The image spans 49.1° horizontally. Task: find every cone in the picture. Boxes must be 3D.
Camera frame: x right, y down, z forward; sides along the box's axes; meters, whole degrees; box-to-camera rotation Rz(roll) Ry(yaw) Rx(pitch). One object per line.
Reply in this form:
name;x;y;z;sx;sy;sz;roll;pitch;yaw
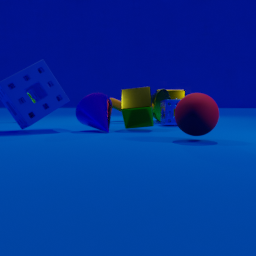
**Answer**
cone;0.825;-0.880;10.977;1.289;1.284;1.284;5;6;36
cone;-0.663;-0.184;6.874;0.994;0.994;0.998;-2;37;-29

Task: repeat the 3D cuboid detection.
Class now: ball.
ball;1.253;-0.244;5.126;0.790;0.790;0.790;0;4;0

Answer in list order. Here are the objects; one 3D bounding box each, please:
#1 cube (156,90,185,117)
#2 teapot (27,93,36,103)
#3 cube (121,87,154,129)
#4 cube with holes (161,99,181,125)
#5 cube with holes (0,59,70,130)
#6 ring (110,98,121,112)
cube;1.831;-1.007;12.372;1.227;1.227;1.227;1;1;4
teapot;-4.135;-0.804;11.323;0.683;1.396;0.868;21;32;-5
cube;0.255;-0.532;7.417;0.771;0.771;0.771;-5;-40;6
cube with holes;1.534;-0.504;9.167;0.799;0.799;0.799;-1;2;-4
cube with holes;-2.425;-0.799;7.067;1.167;1.167;1.167;-38;14;-26
ring;-0.078;-0.763;11.367;1.692;0.338;1.692;25;1;-1
